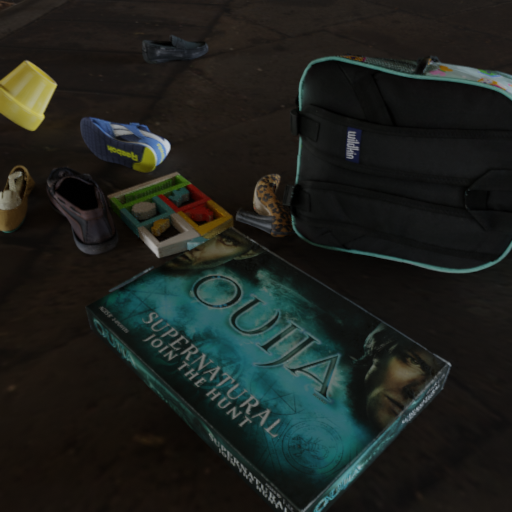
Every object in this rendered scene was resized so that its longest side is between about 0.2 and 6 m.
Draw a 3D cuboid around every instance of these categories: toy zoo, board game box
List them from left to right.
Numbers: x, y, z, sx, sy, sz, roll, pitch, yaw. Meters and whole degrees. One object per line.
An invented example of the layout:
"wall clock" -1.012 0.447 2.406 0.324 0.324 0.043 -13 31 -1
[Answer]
"toy zoo" -1.465 -0.713 9.963 1.516 0.236 2.311 -25 45 -28
"board game box" 0.027 1.174 7.347 2.728 0.568 4.033 -32 48 -33

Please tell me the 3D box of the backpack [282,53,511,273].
"backpack" 2.509 -1.430 8.519 3.463 3.044 2.654 18 26 30

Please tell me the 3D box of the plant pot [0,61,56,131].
"plant pot" -5.124 -3.621 12.439 1.164 1.237 1.237 -49 46 8

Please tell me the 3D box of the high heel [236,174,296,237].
"high heel" 0.438 -0.908 10.024 1.089 0.545 1.527 20 47 15

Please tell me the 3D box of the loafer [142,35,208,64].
"loafer" -2.344 -6.055 16.263 1.945 0.683 0.660 -13 40 -15

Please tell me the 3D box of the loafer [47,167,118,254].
"loafer" -3.104 -1.052 9.908 0.947 0.830 2.634 -20 43 -23

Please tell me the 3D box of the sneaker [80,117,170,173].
"sneaker" -2.734 -2.380 11.668 2.083 0.770 0.857 26 44 17

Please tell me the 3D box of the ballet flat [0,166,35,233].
"ballet flat" -4.455 -1.085 10.201 0.571 0.525 1.664 -6 39 -7
